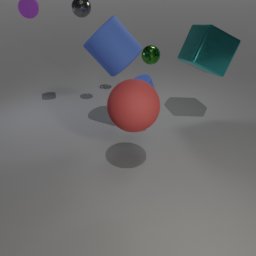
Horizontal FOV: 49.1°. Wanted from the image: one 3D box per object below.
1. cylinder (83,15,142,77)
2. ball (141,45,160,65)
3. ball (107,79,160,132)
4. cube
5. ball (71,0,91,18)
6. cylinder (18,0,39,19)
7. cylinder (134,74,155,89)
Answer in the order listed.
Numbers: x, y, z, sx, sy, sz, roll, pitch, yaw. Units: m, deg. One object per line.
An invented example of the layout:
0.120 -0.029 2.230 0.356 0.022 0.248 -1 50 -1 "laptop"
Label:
-0.491 -2.655 9.166 1.400 1.400 1.400 -40 18 15 "cylinder"
0.847 -2.719 10.426 0.700 0.700 0.700 0 29 0 "ball"
0.147 -0.585 7.381 1.400 1.400 1.400 0 29 0 "ball"
2.941 -2.875 10.365 1.400 1.400 1.400 19 13 -20 "cube"
-1.686 -4.367 10.121 0.700 0.700 0.700 0 29 0 "ball"
-3.607 -4.390 10.171 0.700 0.700 0.700 -8 30 -14 "cylinder"
0.535 -1.342 9.509 0.700 0.700 0.700 -16 38 13 "cylinder"
